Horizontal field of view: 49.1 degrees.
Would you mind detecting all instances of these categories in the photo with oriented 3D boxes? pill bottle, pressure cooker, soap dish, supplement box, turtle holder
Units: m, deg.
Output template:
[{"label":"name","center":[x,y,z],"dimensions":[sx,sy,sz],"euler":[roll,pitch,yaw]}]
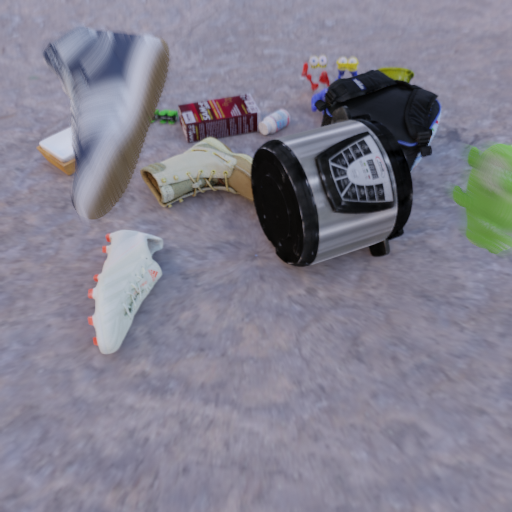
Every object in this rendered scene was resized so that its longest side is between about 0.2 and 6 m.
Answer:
[{"label":"pill bottle","center":[0.416,-3.075,12.947],"dimensions":[0.400,0.400,0.735],"euler":[34,53,30]},{"label":"pressure cooker","center":[1.417,-1.182,9.623],"dimensions":[2.563,2.254,2.289],"euler":[-17,45,-18]},{"label":"soap dish","center":[-3.861,-2.300,12.044],"dimensions":[1.020,0.527,1.297],"euler":[32,52,29]},{"label":"supplement box","center":[-0.847,-3.197,12.980],"dimensions":[1.754,0.534,0.954],"euler":[-13,45,-11]},{"label":"turtle holder","center":[3.328,-0.691,7.309],"dimensions":[1.068,1.503,1.142],"euler":[0,11,-10]}]

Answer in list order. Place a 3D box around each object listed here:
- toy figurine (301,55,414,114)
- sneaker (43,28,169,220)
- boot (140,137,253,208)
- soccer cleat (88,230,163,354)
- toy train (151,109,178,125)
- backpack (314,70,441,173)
[{"label":"toy figurine","center":[2.281,-3.621,13.360],"dimensions":[2.658,1.402,1.592],"euler":[10,73,13]},{"label":"sneaker","center":[-2.334,-1.915,7.745],"dimensions":[1.506,0.973,2.776],"euler":[16,74,3]},{"label":"boot","center":[-1.015,-1.445,10.922],"dimensions":[1.816,0.846,2.349],"euler":[-28,44,-27]},{"label":"soccer cleat","center":[-2.036,0.448,8.951],"dimensions":[1.000,0.894,2.579],"euler":[0,41,-4]},{"label":"toy train","center":[-2.538,-3.370,13.360],"dimensions":[1.411,0.294,0.398],"euler":[7,34,8]},{"label":"backpack","center":[2.625,-2.623,11.451],"dimensions":[2.409,1.856,2.294],"euler":[32,55,15]}]
